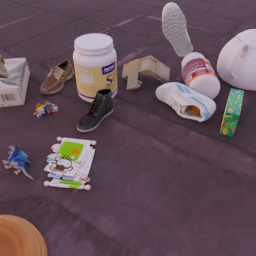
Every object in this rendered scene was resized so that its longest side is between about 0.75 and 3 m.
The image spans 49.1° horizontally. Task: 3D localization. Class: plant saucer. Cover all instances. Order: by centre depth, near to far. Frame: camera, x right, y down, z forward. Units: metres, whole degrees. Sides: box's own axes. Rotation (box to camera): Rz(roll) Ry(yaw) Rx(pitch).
[{"bbox_3d":[-3.079,2.948,5.938,2.614,0.489,2.614,0,41,0],"label":"plant saucer"}]

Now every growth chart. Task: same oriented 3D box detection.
[{"bbox_3d":[-1.740,1.005,8.426,1.513,0.185,2.091,1,40,2],"label":"growth chart"}]

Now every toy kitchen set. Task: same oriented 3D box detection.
[{"bbox_3d":[0.713,-2.043,11.775,1.518,1.369,1.238,-7,71,44],"label":"toy kitchen set"}]

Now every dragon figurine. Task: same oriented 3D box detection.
[{"bbox_3d":[-3.159,0.961,8.273,1.448,0.426,0.720,20,45,24],"label":"dragon figurine"}]

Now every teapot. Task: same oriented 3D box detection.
[{"bbox_3d":[5.191,-3.073,11.614,2.919,2.160,2.957,1,42,1],"label":"teapot"}]

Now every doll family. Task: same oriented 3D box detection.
[{"bbox_3d":[-3.019,-0.749,10.255,0.933,0.420,0.579,-18,44,-19],"label":"doll family"}]

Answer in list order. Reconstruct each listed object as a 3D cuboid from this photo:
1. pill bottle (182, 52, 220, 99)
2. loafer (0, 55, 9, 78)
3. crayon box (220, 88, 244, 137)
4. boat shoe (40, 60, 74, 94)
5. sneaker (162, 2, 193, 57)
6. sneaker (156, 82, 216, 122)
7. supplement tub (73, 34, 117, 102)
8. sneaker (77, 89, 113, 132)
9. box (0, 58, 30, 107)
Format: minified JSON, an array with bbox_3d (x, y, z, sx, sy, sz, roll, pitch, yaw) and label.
[{"bbox_3d":[2.821,-2.091,11.213,1.207,1.207,2.203,0,41,0],"label":"pill bottle"},{"bbox_3d":[-3.641,-1.716,7.038,0.987,0.891,2.608,-1,9,-13],"label":"loafer"},{"bbox_3d":[3.575,-0.553,9.637,0.457,0.932,1.569,14,43,17],"label":"crayon box"},{"bbox_3d":[-2.988,-2.163,11.620,0.810,0.768,2.140,11,42,13],"label":"boat shoe"},{"bbox_3d":[1.493,-3.165,8.861,0.748,1.959,0.789,-16,54,15],"label":"sneaker"},{"bbox_3d":[1.959,-0.968,10.159,2.303,0.881,0.930,25,43,27],"label":"sneaker"},{"bbox_3d":[-1.213,-2.249,10.614,1.605,2.208,1.605,0,41,0],"label":"supplement tub"},{"bbox_3d":[-1.183,-0.658,9.746,0.665,0.944,1.777,22,45,23],"label":"sneaker"},{"bbox_3d":[-4.621,-1.891,11.261,1.000,0.832,2.435,-7,41,-8],"label":"box"}]
